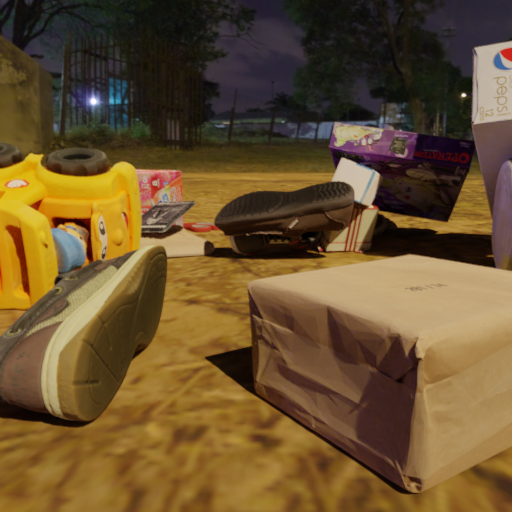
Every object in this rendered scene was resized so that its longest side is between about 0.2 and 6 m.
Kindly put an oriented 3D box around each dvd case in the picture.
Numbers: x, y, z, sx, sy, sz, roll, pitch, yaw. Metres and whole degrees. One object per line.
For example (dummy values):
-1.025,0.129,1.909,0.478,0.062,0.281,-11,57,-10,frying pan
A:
-1.903,-0.785,11.189,0.939,0.101,1.263,1,29,26,dvd case

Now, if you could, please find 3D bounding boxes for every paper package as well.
1.155,0.654,4.208,1.910,0.988,1.821,-8,13,-33,paper package

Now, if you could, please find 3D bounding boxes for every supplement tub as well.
5.118,-0.506,8.045,3.029,1.856,1.856,3,11,14,supplement tub

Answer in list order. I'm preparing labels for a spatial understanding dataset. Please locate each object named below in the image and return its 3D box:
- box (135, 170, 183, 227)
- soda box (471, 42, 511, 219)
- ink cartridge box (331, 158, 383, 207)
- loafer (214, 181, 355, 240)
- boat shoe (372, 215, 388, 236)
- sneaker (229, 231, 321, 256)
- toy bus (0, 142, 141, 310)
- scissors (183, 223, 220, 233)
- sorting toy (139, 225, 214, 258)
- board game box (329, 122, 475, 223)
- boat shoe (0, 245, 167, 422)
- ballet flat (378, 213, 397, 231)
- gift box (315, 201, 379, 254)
-3.289,-1.233,12.885,2.977,1.484,1.421,5,12,22,box
4.768,-1.704,9.690,1.521,1.421,4.465,-2,-22,27,soda box
1.815,-1.293,10.069,0.629,0.612,0.978,26,9,23,ink cartridge box
0.485,-0.595,9.649,2.504,0.889,0.914,-6,33,18,loafer
2.295,-0.949,13.273,0.656,0.591,1.825,-46,34,-16,boat shoe
0.404,-0.439,10.332,1.872,0.721,0.767,-9,0,-32,sneaker
-3.024,-0.182,6.949,2.832,1.922,2.719,2,24,-3,toy bus
-1.953,-0.748,14.066,2.412,0.168,0.882,5,14,30,scissors
-1.898,-0.236,10.800,1.698,0.335,1.834,-4,16,-26,sorting toy
2.946,-1.569,11.541,2.461,0.662,4.100,16,-5,16,board game box
-1.461,0.488,5.040,0.935,1.017,2.846,5,15,2,boat shoe
2.730,-0.907,13.885,1.533,0.490,0.580,5,12,24,ballet flat
1.669,-0.609,10.780,1.051,1.063,1.139,1,34,-12,gift box
